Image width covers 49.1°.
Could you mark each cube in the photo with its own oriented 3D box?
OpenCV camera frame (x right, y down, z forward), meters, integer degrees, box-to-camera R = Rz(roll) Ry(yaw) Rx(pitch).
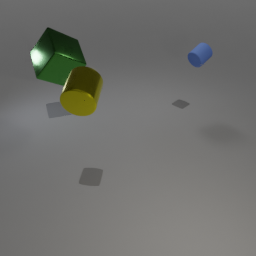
[{"bbox_3d":[-2.677,-2.660,10.716,1.400,1.400,1.400,10,49,-46],"label":"cube"}]

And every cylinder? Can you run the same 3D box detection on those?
[{"bbox_3d":[2.837,-2.871,11.038,0.700,0.700,0.700,-43,46,-17],"label":"cylinder"},{"bbox_3d":[-0.884,-0.707,5.413,0.700,0.700,0.700,4,50,7],"label":"cylinder"}]
